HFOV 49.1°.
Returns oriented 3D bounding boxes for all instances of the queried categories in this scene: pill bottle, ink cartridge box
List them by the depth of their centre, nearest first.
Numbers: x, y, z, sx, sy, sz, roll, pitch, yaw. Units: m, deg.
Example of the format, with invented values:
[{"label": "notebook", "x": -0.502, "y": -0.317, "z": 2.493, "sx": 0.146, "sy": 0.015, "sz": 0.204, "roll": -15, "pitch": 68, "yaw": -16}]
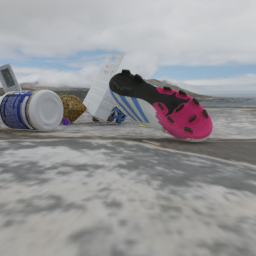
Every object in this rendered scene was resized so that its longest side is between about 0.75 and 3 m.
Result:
[{"label": "pill bottle", "x": -2.989, "y": -0.506, "z": 8.075, "sx": 2.055, "sy": 1.141, "sz": 1.141, "roll": 2, "pitch": 6, "yaw": 31}, {"label": "ink cartridge box", "x": -0.792, "y": -1.525, "z": 10.287, "sx": 0.676, "sy": 2.369, "sz": 1.926, "roll": 31, "pitch": 1, "yaw": -26}, {"label": "ink cartridge box", "x": -4.113, "y": -1.136, "z": 10.365, "sx": 0.693, "sy": 1.973, "sz": 2.428, "roll": -24, "pitch": 7, "yaw": -20}]

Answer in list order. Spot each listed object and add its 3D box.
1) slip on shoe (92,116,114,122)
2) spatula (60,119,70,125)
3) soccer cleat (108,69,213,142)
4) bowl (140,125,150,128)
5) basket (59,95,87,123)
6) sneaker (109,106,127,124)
[{"label": "slip on shoe", "x": -0.744, "y": -0.443, "z": 11.113, "sx": 1.382, "sy": 0.419, "sz": 0.526, "roll": -11, "pitch": -35, "yaw": -8}, {"label": "spatula", "x": -2.329, "y": -0.188, "z": 9.643, "sx": 0.794, "sy": 0.224, "sz": 0.082, "roll": -4, "pitch": 3, "yaw": 32}, {"label": "soccer cleat", "x": 0.716, "y": -0.405, "z": 6.613, "sx": 2.812, "sy": 1.214, "sz": 0.982, "roll": 34, "pitch": 65, "yaw": 28}, {"label": "bowl", "x": 1.494, "y": -0.623, "z": 9.503, "sx": 2.243, "sy": 1.053, "sz": 2.243, "roll": -2, "pitch": 5, "yaw": 0}, {"label": "basket", "x": -2.179, "y": -0.727, "z": 10.245, "sx": 0.798, "sy": 0.765, "sz": 1.072, "roll": -5, "pitch": -28, "yaw": -50}, {"label": "sneaker", "x": -0.213, "y": -0.558, "z": 9.810, "sx": 0.519, "sy": 0.578, "sz": 1.405, "roll": -36, "pitch": -1, "yaw": -24}]
